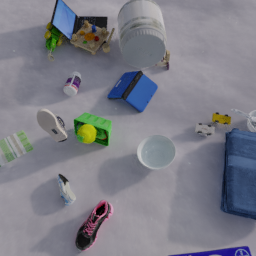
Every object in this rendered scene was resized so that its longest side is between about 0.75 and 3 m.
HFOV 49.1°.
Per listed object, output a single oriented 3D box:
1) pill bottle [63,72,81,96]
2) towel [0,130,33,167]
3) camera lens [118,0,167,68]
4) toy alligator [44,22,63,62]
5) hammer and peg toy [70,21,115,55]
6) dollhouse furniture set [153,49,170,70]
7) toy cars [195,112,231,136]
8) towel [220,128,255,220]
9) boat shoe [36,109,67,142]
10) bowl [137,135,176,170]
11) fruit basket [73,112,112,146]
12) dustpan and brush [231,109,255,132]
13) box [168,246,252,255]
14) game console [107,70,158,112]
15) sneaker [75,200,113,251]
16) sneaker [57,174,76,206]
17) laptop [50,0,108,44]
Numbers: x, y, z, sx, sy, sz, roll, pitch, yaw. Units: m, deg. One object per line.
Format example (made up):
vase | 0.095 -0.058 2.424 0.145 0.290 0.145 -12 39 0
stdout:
pill bottle | -2.193 -1.790 11.207 0.537 0.537 0.955 10 57 6
towel | -4.089 0.718 9.789 1.304 0.200 0.972 -28 63 -20
camera lens | 0.569 -4.041 11.831 1.964 1.964 2.455 -3 57 -2
toy alligator | -3.452 -3.897 12.593 0.665 0.726 2.450 -20 57 41
hammer and peg toy | -1.444 -3.964 12.507 1.889 0.666 1.389 26 67 15
dollhouse furniture set | 1.385 -2.985 11.778 0.653 0.920 0.729 -4 58 -1
toy cars | 3.063 -0.119 10.224 1.501 0.332 0.673 -29 81 -14
towel | 3.906 1.437 8.966 1.657 0.720 2.968 12 56 7
boat shoe | -2.411 -0.225 8.808 0.560 1.501 0.696 -19 49 0
bowl | 0.961 0.911 9.339 1.291 0.580 1.291 -5 55 7
fruit basket | -1.291 0.183 9.583 1.432 1.033 1.432 2 48 -3
dustpan and brush | 4.590 -0.287 10.222 1.790 0.512 1.249 17 58 11
box | 2.105 4.288 6.756 2.171 1.239 2.361 -6 57 -3
game console | 0.193 -1.455 11.219 1.345 0.933 1.576 4 49 41
sneaker | -1.012 2.742 8.082 0.629 0.759 1.591 26 62 14
sneaker | -2.027 1.926 8.853 0.415 0.412 1.145 -41 54 7
laptop | -2.155 -4.978 12.933 2.295 1.185 2.034 1 57 0
